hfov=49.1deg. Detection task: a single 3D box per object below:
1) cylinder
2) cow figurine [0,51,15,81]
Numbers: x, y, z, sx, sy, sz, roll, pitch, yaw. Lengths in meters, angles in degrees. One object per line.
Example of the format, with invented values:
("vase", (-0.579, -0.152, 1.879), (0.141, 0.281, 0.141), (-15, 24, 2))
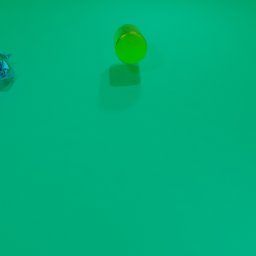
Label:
("cylinder", (0.053, -2.478, 8.253), (0.930, 0.930, 0.930), (-4, 35, -4))
("cow figurine", (-3.641, -1.826, 8.248), (0.959, 0.526, 0.943), (51, 16, -4))
